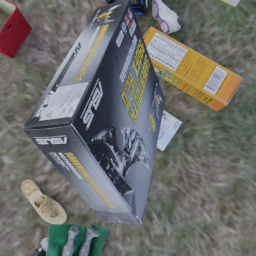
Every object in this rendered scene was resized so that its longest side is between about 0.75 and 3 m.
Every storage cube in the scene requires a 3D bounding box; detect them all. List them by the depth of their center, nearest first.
[{"bbox_3d":[-3.482,-2.750,7.482,1.274,1.145,1.089,28,82,5],"label":"storage cube"}]

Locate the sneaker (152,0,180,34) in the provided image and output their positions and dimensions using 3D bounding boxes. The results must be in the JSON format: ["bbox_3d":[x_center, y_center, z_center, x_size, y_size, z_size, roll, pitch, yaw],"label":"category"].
[{"bbox_3d":[1.071,-3.206,7.986,0.591,0.444,1.185,-20,79,-25],"label":"sneaker"}]

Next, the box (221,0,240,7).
[{"bbox_3d":[1.906,-3.443,6.067,1.684,0.988,0.407,15,43,-19],"label":"box"}]

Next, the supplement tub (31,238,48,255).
[{"bbox_3d":[-2.093,3.228,6.795,0.592,0.592,0.966,37,82,6],"label":"supplement tub"}]

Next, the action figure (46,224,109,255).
[{"bbox_3d":[-1.405,3.683,6.580,1.590,0.736,2.693,16,87,-27],"label":"action figure"}]

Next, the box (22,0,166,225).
[{"bbox_3d":[-0.174,-0.298,4.506,0.697,2.283,2.883,-6,45,24],"label":"box"}]

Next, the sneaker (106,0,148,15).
[{"bbox_3d":[0.601,-4.006,7.859,2.623,0.958,1.468,-18,85,5],"label":"sneaker"}]

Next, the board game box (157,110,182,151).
[{"bbox_3d":[0.807,-0.019,7.515,0.927,0.202,0.931,34,82,5],"label":"board game box"}]

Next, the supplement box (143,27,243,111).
[{"bbox_3d":[1.524,-1.537,7.417,2.692,0.896,0.926,33,85,6],"label":"supplement box"}]

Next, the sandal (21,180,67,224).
[{"bbox_3d":[-2.195,1.912,7.056,1.504,0.495,0.552,44,83,6],"label":"sandal"}]
